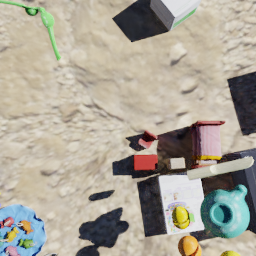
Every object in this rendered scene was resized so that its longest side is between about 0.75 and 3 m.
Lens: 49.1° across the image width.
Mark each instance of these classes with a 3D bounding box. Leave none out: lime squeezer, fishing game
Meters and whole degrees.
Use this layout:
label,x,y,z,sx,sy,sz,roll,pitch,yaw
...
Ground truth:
label,x,y,z,sx,sy,sz,roll,pitch,yaw
lime squeezer,-1.490,-1.745,4.500,1.371,0.259,0.484,41,127,-6
fishing game,-3.016,2.920,7.452,1.738,0.377,2.428,-43,85,-2

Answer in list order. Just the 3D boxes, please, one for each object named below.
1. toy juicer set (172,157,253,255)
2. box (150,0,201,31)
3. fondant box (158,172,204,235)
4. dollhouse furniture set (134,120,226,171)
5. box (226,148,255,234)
label,x,y,z,sx,sy,sz,roll,pitch,yaw
toy juicer set,1.760,1.764,5.999,1.552,0.664,2.440,5,79,27
box,1.347,-3.598,7.978,1.025,0.882,1.030,-37,84,-4
fondant box,1.457,1.972,7.517,1.101,0.445,1.527,-8,82,-1
dollhouse furniture set,1.311,0.495,7.438,2.344,0.953,1.261,-2,83,0
box,3.864,1.467,7.242,1.919,1.097,2.107,-11,83,-1
